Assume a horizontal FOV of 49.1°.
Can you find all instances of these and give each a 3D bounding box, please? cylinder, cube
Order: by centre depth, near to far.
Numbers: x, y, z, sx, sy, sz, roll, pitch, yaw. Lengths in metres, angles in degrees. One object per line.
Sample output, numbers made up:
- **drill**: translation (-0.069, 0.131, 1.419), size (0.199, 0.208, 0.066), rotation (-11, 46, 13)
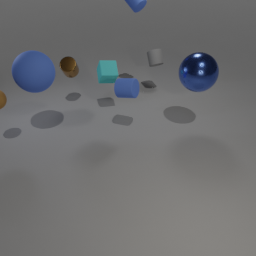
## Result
- **cylinder**: translation (-0.037, -1.433, 10.089), size (0.700, 0.700, 0.700), rotation (5, 31, 25)
- **cube**: translation (-0.855, -2.303, 11.539), size (0.700, 0.700, 0.700), rotation (-4, 73, -18)
- **cylinder**: translation (0.323, -5.446, 11.957), size (0.700, 0.700, 0.700), rotation (-31, 81, -39)
- **cylinder**: translation (-2.515, -2.609, 12.050), size (0.700, 0.700, 0.700), rotation (1, -11, 2)
- **cylinder**: translation (1.307, -3.360, 13.444), size (0.700, 0.700, 0.700), rotation (-11, 3, 1)

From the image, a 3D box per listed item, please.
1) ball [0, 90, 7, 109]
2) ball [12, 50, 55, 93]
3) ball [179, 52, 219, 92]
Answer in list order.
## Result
- **ball**: translation (-4.358, -0.932, 9.185), size (0.700, 0.700, 0.700), rotation (0, 32, 0)
- **ball**: translation (-3.179, -1.896, 9.470), size (1.400, 1.400, 1.400), rotation (0, 32, 0)
- **ball**: translation (2.515, -1.985, 10.003), size (1.400, 1.400, 1.400), rotation (0, 32, 0)
